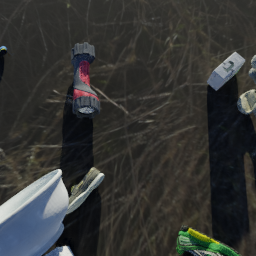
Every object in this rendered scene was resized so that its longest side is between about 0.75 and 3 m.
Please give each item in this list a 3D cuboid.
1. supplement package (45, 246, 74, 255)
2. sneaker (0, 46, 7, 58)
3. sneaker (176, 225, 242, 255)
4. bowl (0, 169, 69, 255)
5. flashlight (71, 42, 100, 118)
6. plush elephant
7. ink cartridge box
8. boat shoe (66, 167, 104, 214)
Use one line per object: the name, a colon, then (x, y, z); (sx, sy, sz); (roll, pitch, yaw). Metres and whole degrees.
supplement package: (-1.752, 4.229, 6.927); (1.469, 1.480, 1.950); (-32, 72, -12)
sneaker: (-4.920, -2.739, 10.397); (0.891, 0.294, 0.349); (-35, 55, -11)
sneaker: (2.314, 3.512, 7.688); (2.084, 0.813, 0.888); (22, 77, 18)
bowl: (-2.604, 2.487, 7.159); (2.999, 2.999, 1.348); (-37, 97, -14)
flashlight: (-1.440, -1.698, 9.648); (0.915, 0.919, 2.704); (15, 60, -34)
plush elephant: (4.627, -0.960, 8.922); (1.982, 2.406, 1.863); (24, 92, 23)
ink cartridge box: (3.399, -1.952, 9.761); (1.149, 0.838, 0.483); (-40, 75, -13)
boat shoe: (-1.398, 1.862, 8.399); (0.470, 0.562, 1.573); (38, 70, 18)
